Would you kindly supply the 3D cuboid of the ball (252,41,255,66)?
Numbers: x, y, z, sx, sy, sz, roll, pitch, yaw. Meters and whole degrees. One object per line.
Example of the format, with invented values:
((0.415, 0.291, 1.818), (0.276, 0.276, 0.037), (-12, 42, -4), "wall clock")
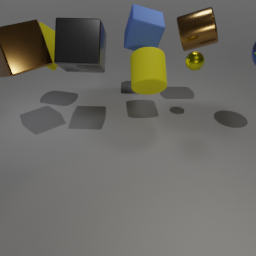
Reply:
((4.755, -2.469, 9.047), (1.400, 1.400, 1.400), (0, 31, 0), "ball")

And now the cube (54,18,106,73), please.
((-1.493, -2.623, 9.087), (1.400, 1.400, 1.400), (2, 1, 2), "cube")

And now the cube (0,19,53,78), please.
((-3.506, -2.503, 8.958), (1.400, 1.400, 1.400), (-28, 22, -32), "cube")

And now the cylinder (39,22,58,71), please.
((-3.267, -3.279, 11.368), (1.400, 1.400, 1.400), (31, 25, -19), "cylinder")

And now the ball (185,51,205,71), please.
((2.476, -2.476, 10.369), (0.700, 0.700, 0.700), (0, 31, 0), "ball")

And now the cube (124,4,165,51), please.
((0.675, -4.248, 12.152), (1.400, 1.400, 1.400), (11, 46, -11), "cube")

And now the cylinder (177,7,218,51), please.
((2.807, -3.978, 11.348), (1.400, 1.400, 1.400), (-11, 28, 17), "cylinder")

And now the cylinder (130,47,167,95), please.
((0.803, -2.229, 11.092), (1.400, 1.400, 1.400), (-1, 72, -2), "cylinder")
